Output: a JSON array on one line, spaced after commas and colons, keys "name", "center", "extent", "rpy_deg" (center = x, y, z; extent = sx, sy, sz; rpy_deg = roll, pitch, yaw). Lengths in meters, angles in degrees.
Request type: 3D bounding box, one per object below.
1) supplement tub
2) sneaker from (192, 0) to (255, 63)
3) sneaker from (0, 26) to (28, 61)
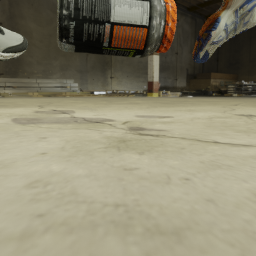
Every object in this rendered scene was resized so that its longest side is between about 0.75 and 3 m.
[{"name": "supplement tub", "center": [-0.331, -2.752, 7.209], "extent": [2.857, 1.750, 1.750], "rpy_deg": [2, 7, -12]}, {"name": "sneaker", "center": [3.096, -3.060, 8.249], "extent": [1.312, 2.977, 1.121], "rpy_deg": [23, 34, -13]}, {"name": "sneaker", "center": [-2.424, -1.633, 4.248], "extent": [2.055, 0.815, 0.759], "rpy_deg": [10, 34, -52]}]
